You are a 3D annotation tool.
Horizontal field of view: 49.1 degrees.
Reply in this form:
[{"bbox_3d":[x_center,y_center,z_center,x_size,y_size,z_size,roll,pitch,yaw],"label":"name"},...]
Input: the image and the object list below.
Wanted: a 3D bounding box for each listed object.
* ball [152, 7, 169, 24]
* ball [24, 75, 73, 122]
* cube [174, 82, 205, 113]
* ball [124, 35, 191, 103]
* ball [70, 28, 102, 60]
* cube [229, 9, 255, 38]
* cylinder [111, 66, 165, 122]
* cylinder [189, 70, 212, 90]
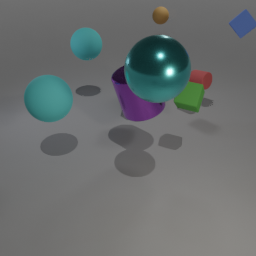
[{"bbox_3d":[1.382,-4.755,11.851,0.700,0.700,0.700,0,30,0],"label":"ball"},{"bbox_3d":[-2.347,-0.868,8.319,1.400,1.400,1.400,0,30,0],"label":"ball"},{"bbox_3d":[1.857,-0.949,8.458,0.700,0.700,0.700,16,-6,21],"label":"cube"},{"bbox_3d":[0.619,-1.232,5.913,1.400,1.400,1.400,0,30,0],"label":"ball"},{"bbox_3d":[-1.850,-3.724,12.462,1.400,1.400,1.400,0,30,0],"label":"ball"},{"bbox_3d":[4.126,-3.743,10.057,0.700,0.700,0.700,50,28,-4],"label":"cube"},{"bbox_3d":[0.342,-1.153,8.698,1.400,1.400,1.400,-13,35,9],"label":"cylinder"},{"bbox_3d":[2.952,-1.980,11.428,0.700,0.700,0.700,-23,31,-34],"label":"cylinder"}]
